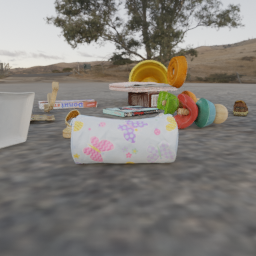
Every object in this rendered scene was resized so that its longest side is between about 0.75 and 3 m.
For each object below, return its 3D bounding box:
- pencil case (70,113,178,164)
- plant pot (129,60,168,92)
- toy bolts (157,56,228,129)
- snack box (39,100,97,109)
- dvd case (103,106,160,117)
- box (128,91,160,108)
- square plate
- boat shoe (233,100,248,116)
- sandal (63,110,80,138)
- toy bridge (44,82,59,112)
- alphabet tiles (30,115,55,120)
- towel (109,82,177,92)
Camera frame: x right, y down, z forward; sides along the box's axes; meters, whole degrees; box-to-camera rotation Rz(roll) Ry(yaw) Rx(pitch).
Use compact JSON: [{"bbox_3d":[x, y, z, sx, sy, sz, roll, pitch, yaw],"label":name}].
[{"bbox_3d":[-0.063,0.191,4.812,1.850,0.839,0.769,-1,13,-3],"label":"pencil case"},{"bbox_3d":[1.190,-2.393,15.360,2.155,2.155,2.028,1,-3,5],"label":"plant pot"},{"bbox_3d":[2.042,-0.939,8.430,1.518,2.090,2.188,4,28,-15],"label":"toy bolts"},{"bbox_3d":[-2.713,-1.073,12.678,2.499,0.304,0.899,-4,12,-19],"label":"snack box"},{"bbox_3d":[0.152,-0.660,10.865,1.830,0.201,1.336,-10,15,-37],"label":"dvd case"},{"bbox_3d":[0.870,-1.360,13.086,1.015,0.759,2.026,-5,14,-25],"label":"box"},{"bbox_3d":[-2.400,-0.185,5.738,0.165,1.161,1.150,17,11,14],"label":"square plate"},{"bbox_3d":[4.327,-0.804,10.722,0.563,0.528,1.564,4,12,21],"label":"boat shoe"},{"bbox_3d":[-1.384,-0.194,7.462,0.640,0.575,1.747,0,11,-2],"label":"sandal"},{"bbox_3d":[-2.858,-1.030,10.412,0.230,0.567,1.687,4,-29,-27],"label":"toy bridge"},{"bbox_3d":[-3.192,-0.351,9.287,1.446,0.065,1.729,-1,7,-16],"label":"alphabet tiles"},{"bbox_3d":[0.684,-1.965,13.275,2.486,0.401,2.374,-5,12,-28],"label":"towel"}]
